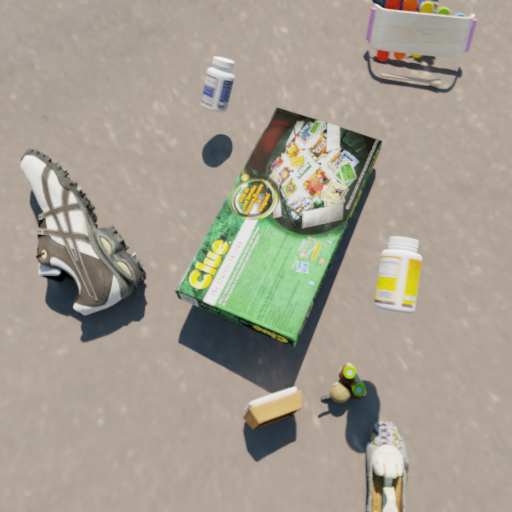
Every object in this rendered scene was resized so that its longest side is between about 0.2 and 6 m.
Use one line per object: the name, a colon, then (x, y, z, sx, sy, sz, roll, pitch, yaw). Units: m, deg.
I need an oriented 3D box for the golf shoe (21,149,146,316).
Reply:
golf shoe: (-3.524, -0.452, 10.105, 1.596, 1.313, 3.378, -38, 77, -10)

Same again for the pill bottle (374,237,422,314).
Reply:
pill bottle: (2.016, 0.271, 7.918, 0.566, 0.566, 1.037, 9, 88, 3)

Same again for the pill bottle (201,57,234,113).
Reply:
pill bottle: (-0.700, -3.186, 10.420, 0.509, 0.509, 0.918, 19, 116, 5)

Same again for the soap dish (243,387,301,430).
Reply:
soap dish: (0.285, 2.571, 9.399, 0.935, 0.736, 0.380, -14, 66, -18)

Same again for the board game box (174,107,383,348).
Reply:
board game box: (0.512, -0.709, 10.167, 2.252, 0.504, 4.298, 23, 67, 11)

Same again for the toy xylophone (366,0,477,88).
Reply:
toy xylophone: (3.251, -4.326, 11.305, 2.154, 1.577, 0.541, 15, 35, 1)

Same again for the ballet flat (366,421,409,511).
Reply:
ballet flat: (2.186, 3.776, 9.231, 0.729, 0.729, 2.028, 4, 74, 1)

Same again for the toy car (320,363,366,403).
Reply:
toy car: (1.450, 2.287, 9.718, 0.786, 0.645, 0.620, -29, 77, 5)

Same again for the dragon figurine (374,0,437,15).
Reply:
dragon figurine: (3.004, -5.775, 11.799, 2.962, 0.872, 1.473, 38, 78, 8)
